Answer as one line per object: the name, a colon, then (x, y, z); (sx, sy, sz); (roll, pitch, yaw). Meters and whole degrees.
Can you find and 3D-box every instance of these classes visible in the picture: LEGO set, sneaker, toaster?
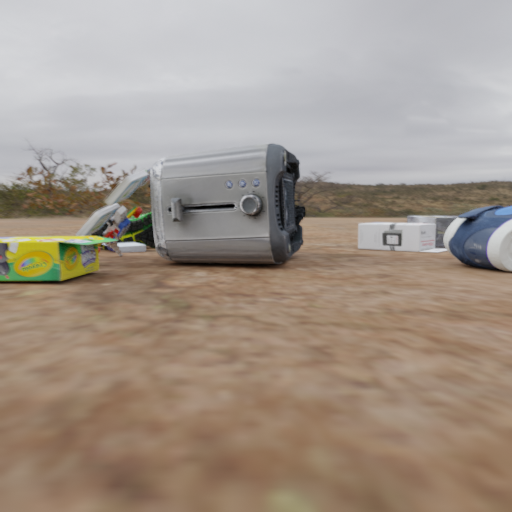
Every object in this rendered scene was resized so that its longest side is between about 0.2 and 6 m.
LEGO set: (-1.975, -0.578, 8.482); (0.580, 1.764, 2.362); (44, 14, -6)
sneaker: (-2.423, -0.543, 11.544); (1.996, 0.779, 0.850); (-3, 5, -25)
toaster: (-0.350, -0.779, 8.647); (1.988, 1.749, 3.078); (-1, 7, 10)
sneaker: (3.750, -0.456, 7.822); (2.229, 0.898, 1.632); (-19, 13, -10)

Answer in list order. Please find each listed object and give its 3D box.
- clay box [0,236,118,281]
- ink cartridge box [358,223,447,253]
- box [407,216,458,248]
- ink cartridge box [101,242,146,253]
clay box: (-2.755, 0.023, 6.549); (2.025, 0.482, 1.163); (0, 5, 5)
ink cartridge box: (2.915, -0.376, 10.995); (1.587, 0.529, 0.919); (4, 6, 36)
box: (4.640, -0.551, 12.376); (2.082, 0.635, 2.629); (0, 5, 2)
ink cartridge box: (-2.551, -0.155, 10.612); (0.728, 0.148, 0.727); (-2, 6, -30)
